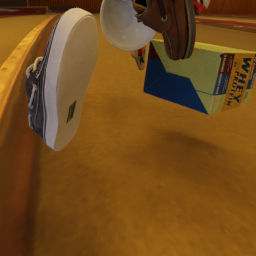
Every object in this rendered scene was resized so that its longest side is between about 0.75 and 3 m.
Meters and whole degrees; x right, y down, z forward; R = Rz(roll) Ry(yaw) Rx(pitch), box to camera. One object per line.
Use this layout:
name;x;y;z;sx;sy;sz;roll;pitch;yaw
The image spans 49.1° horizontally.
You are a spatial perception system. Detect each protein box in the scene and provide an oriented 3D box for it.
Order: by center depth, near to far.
protein box;1.594;-1.195;6.127;1.744;1.177;1.732;-14;30;-43

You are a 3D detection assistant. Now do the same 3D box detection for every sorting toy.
sorting toy;0.384;-2.576;7.447;0.244;1.820;1.356;5;-2;12

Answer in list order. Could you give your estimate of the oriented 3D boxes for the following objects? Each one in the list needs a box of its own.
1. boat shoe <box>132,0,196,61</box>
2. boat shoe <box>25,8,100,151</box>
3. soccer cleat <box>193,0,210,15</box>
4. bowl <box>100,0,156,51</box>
boat shoe;0.421;-1.814;3.852;0.825;2.427;0.873;-19;57;2
boat shoe;-0.977;-0.583;3.666;0.764;2.253;0.808;34;52;8
soccer cleat;0.837;-2.426;4.477;1.469;0.626;0.504;25;7;-34
bowl;-0.036;-2.006;5.033;1.155;1.155;0.519;-11;27;-21
